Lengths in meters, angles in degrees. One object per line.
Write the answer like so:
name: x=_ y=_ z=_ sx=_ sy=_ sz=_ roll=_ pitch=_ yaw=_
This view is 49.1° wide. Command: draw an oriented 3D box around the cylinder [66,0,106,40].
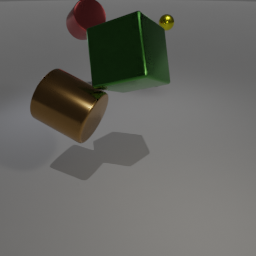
cylinder: x=-1.835 y=-4.664 z=12.112 sx=1.400 sy=1.400 sz=1.400 roll=-14 pitch=9 yaw=-24

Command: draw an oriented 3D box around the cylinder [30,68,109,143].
cylinder: x=-1.414 y=-0.543 z=6.927 sx=1.400 sy=1.400 sz=1.400 roll=28 pitch=34 yaw=7

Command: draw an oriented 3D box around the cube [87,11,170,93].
cube: x=0.044 y=-1.677 z=6.619 sx=1.400 sy=1.400 sz=1.400 roll=-7 pitch=-1 yaw=29

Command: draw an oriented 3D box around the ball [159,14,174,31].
ball: x=1.739 y=-4.769 z=12.661 sx=0.700 sy=0.700 sz=0.700 roll=0 pitch=28 yaw=0
